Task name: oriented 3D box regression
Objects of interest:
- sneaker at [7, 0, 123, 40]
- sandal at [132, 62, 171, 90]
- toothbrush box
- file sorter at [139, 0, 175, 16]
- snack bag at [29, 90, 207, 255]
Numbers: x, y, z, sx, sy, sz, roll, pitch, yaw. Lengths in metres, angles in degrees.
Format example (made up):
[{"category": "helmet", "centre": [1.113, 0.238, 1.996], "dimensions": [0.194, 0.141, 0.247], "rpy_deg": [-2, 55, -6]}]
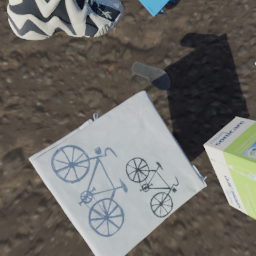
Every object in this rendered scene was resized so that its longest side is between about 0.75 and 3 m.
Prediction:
[{"category": "sneaker", "centre": [-1.209, -3.197, 6.366], "dimensions": [2.977, 1.937, 1.188], "rpy_deg": [-14, 59, -28]}, {"category": "sandal", "centre": [0.637, -1.362, 7.134], "dimensions": [1.194, 0.256, 0.454], "rpy_deg": [37, 107, 24]}, {"category": "toothbrush box", "centre": [2.526, 0.882, 4.485], "dimensions": [0.956, 2.222, 1.618], "rpy_deg": [-38, 115, -17]}, {"category": "file sorter", "centre": [1.019, -3.952, 7.051], "dimensions": [1.260, 1.114, 1.816], "rpy_deg": [49, 119, 0]}, {"category": "snack bag", "centre": [-0.075, 0.901, 5.720], "dimensions": [2.812, 0.301, 2.652], "rpy_deg": [-35, 95, -14]}]
